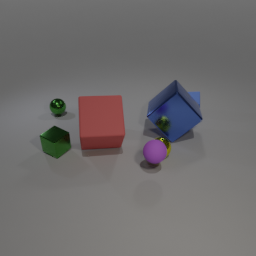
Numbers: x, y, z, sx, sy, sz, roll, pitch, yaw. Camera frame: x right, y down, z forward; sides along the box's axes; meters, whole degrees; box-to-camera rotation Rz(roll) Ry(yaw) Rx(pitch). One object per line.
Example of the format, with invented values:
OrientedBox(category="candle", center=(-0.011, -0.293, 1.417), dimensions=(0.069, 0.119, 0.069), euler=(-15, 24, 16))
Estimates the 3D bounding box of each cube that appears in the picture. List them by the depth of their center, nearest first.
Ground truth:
OrientedBox(category="cube", center=(-0.908, -0.159, 9.370), dimensions=(1.400, 1.400, 1.400), euler=(-3, 70, -8))
OrientedBox(category="cube", center=(-2.434, 0.465, 9.448), dimensions=(0.700, 0.700, 0.700), euler=(23, 42, 24))
OrientedBox(category="cube", center=(1.682, -0.638, 10.244), dimensions=(1.400, 1.400, 1.400), euler=(-39, 16, 23))
OrientedBox(category="cube", center=(2.724, -1.068, 11.990), dimensions=(0.700, 0.700, 0.700), euler=(0, 57, 15))

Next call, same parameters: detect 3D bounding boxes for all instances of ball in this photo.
OrientedBox(category="ball", center=(0.787, 0.690, 8.211), dimensions=(0.700, 0.700, 0.700), euler=(0, 29, 0))
OrientedBox(category="ball", center=(1.079, 0.648, 9.247), dimensions=(0.700, 0.700, 0.700), euler=(0, 29, 0))
OrientedBox(category="ball", center=(-3.000, -0.916, 11.971), dimensions=(0.700, 0.700, 0.700), euler=(0, 29, 0))
